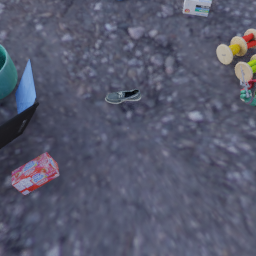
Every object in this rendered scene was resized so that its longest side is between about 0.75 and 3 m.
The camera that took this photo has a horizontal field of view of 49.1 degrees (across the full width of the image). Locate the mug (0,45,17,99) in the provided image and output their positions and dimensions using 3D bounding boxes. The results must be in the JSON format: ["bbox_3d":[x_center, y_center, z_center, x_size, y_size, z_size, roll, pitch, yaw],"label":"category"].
[{"bbox_3d":[-4.240,-1.629,8.240,1.920,1.187,1.578,27,65,15],"label":"mug"}]

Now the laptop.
[{"bbox_3d":[-3.045,-0.461,7.073,1.127,1.821,1.945,47,50,-3],"label":"laptop"}]

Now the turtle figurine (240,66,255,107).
[{"bbox_3d":[4.119,-0.816,7.801,1.782,1.198,2.380,-22,79,14],"label":"turtle figurine"}]

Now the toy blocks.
[{"bbox_3d":[4.051,-2.440,8.964,1.863,0.677,1.553,-30,66,-15],"label":"toy blocks"}]

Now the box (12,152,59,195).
[{"bbox_3d":[-2.242,1.103,6.795,1.009,0.503,0.482,-30,40,0],"label":"box"}]

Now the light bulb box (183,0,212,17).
[{"bbox_3d":[2.543,-4.657,10.189,0.933,0.587,0.941,10,63,5],"label":"light bulb box"}]

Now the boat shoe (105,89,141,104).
[{"bbox_3d":[-0.145,-0.991,8.387,1.082,0.334,0.394,-4,62,-2],"label":"boat shoe"}]
